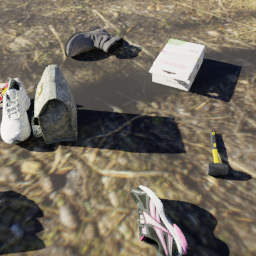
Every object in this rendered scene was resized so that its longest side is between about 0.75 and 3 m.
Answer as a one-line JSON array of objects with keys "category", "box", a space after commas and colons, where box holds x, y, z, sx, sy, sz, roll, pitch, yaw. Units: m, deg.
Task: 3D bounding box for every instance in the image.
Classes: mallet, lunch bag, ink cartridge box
[{"category": "mallet", "box": [2.885, 0.822, 9.585, 0.677, 0.423, 2.056, -2, 41, 3]}, {"category": "lunch bag", "box": [-2.543, -0.845, 9.820, 1.320, 2.245, 1.842, -7, 48, -6]}, {"category": "ink cartridge box", "box": [2.194, -2.729, 12.525, 1.744, 1.002, 2.977, 18, 49, 17]}]

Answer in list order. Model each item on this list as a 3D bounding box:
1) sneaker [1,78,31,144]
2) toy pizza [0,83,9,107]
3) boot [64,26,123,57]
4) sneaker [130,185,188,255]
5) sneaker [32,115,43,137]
[{"category": "sneaker", "box": [-4.241, -0.660, 10.334, 1.086, 1.269, 2.914, -9, 49, -13]}, {"category": "toy pizza", "box": [-5.409, -1.449, 11.799, 1.610, 0.255, 1.610, 0, 46, 0]}, {"category": "boot", "box": [-1.649, -4.181, 14.008, 1.861, 0.986, 2.827, 31, 57, 23]}, {"category": "sneaker", "box": [0.604, 2.547, 7.520, 0.956, 0.889, 2.214, -24, 49, -20]}, {"category": "sneaker", "box": [-3.351, -0.334, 10.517, 0.493, 0.589, 1.330, -9, 45, -7]}]
